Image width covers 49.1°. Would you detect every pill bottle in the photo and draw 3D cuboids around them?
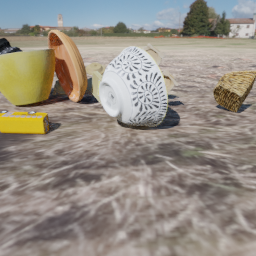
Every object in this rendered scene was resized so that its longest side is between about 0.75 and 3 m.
[{"bbox_3d":[-4.036,-2.178,10.167,1.149,2.055,1.149,-40,10,9],"label":"pill bottle"}]

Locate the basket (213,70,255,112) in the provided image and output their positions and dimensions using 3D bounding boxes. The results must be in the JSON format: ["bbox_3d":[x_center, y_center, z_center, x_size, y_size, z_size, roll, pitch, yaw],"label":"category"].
[{"bbox_3d":[3.368,-1.307,8.953,0.957,0.999,1.341,32,-10,23],"label":"basket"}]

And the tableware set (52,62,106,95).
[{"bbox_3d":[-2.103,-2.308,12.475,2.747,0.319,2.294,3,49,-3],"label":"tableware set"}]

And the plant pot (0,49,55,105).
[{"bbox_3d":[-3.708,-1.787,10.085,2.448,1.738,2.448,-8,14,2],"label":"plant pot"}]

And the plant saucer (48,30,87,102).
[{"bbox_3d":[-2.176,-2.265,10.258,0.495,2.644,2.644,-24,28,-23],"label":"plant saucer"}]

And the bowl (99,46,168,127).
[{"bbox_3d":[-0.087,-0.921,7.381,1.050,2.238,2.238,-22,28,-29],"label":"bowl"}]

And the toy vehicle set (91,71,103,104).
[{"bbox_3d":[-0.882,-1.285,9.524,0.178,0.832,1.339,-11,39,-28],"label":"toy vehicle set"}]

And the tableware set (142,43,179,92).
[{"bbox_3d":[0.585,-1.643,9.228,1.939,1.620,0.225,-35,10,24],"label":"tableware set"}]

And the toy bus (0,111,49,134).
[{"bbox_3d":[-2.905,-0.144,7.545,1.494,0.486,0.585,1,21,3],"label":"toy bus"}]
